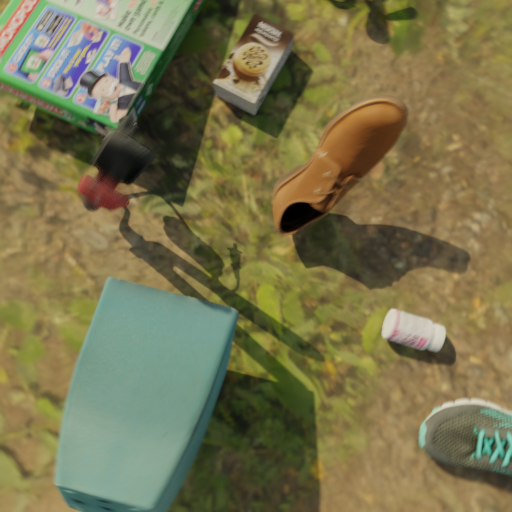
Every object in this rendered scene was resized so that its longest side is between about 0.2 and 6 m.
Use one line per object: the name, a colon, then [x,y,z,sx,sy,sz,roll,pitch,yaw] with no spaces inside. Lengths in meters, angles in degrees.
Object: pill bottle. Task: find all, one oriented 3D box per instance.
pill bottle: [2.656,1.274,9.451,0.928,0.526,0.526,16,84,-1]

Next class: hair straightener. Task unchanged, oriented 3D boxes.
hair straightener: [-1.971,-1.269,8.194,0.735,3.594,1.383,29,82,-13]

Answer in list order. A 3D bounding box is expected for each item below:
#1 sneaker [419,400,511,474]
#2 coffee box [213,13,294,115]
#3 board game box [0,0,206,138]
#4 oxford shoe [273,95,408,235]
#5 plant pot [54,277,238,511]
sneaker: [4.162,2.986,8.846,3.000,1.368,1.164,4,83,1]
coffee box: [-0.037,-3.406,9.988,0.834,0.589,1.475,28,84,3]
board game box: [-2.635,-4.211,9.726,2.725,0.590,4.050,24,74,3]
oxford shoe: [1.246,-1.237,8.603,1.036,2.905,1.036,25,48,-19]
plant pot: [-1.606,2.167,7.974,1.981,1.983,2.805,14,52,1]
